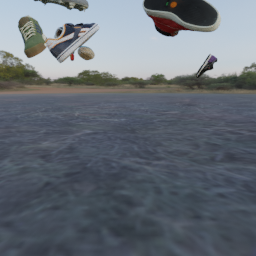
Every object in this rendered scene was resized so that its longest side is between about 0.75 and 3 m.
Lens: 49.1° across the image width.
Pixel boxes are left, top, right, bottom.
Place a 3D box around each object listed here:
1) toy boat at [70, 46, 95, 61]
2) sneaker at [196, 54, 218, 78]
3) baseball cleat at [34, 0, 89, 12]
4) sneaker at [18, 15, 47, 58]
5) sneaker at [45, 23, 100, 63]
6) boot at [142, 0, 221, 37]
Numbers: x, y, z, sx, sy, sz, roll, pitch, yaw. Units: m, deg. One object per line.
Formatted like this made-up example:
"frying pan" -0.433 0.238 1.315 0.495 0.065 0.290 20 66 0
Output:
"toy boat" -2.145 -3.439 12.796 1.159 0.539 0.974 -9 -15 14
"sneaker" 2.525 -1.911 8.940 0.368 0.841 0.319 32 23 -2
"baseball cleat" -1.829 -3.746 7.583 1.773 0.944 0.618 16 5 11
"sneaker" -2.479 -2.362 7.021 0.595 0.796 1.774 -27 32 3
"sneaker" -2.081 -3.578 10.727 1.015 1.028 2.588 -28 20 48
"boot" 1.764 -3.259 8.711 2.410 0.873 1.739 26 -1 25
